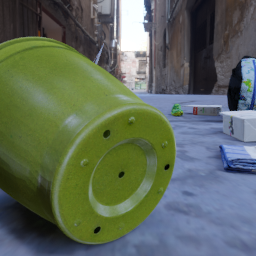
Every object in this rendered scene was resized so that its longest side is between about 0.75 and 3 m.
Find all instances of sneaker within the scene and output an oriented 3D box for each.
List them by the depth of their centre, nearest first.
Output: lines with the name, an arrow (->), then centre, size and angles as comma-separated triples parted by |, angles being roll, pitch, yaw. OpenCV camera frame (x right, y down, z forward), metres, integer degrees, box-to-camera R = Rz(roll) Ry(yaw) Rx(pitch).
sneaker -> 2.183, -0.828, 12.642 | 0.468, 0.528, 1.263 | 0, 9, -5

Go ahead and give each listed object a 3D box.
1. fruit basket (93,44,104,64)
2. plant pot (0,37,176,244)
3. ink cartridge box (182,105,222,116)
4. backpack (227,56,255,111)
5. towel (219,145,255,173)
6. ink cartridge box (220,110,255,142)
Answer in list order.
fruit basket -> -1.363, -1.206, 8.092 | 0.973, 1.922, 2.075 | 21, -32, -12
plant pot -> -0.551, 0.122, 2.769 | 1.836, 1.836, 1.767 | -7, 22, -38
ink cartridge box -> 3.481, -0.847, 13.205 | 1.660, 0.418, 0.904 | 4, 9, 32
backpack -> 4.582, -1.310, 10.322 | 2.249, 2.386, 2.925 | 20, 23, 26
towel -> 2.680, 0.488, 4.615 | 2.186, 0.260, 1.606 | 2, 8, 15
ink cartridge box -> 3.135, -0.096, 7.307 | 0.988, 0.582, 1.716 | -3, 9, 0
